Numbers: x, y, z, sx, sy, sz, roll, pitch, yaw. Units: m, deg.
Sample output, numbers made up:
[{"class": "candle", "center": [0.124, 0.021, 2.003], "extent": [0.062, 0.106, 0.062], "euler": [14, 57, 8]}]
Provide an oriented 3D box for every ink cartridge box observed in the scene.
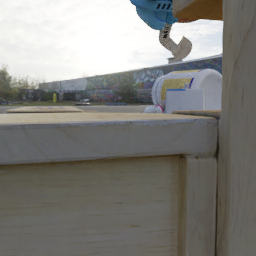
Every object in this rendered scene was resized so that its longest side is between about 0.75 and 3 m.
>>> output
[{"class": "ink cartridge box", "center": [1.864, -0.681, 9.028], "extent": [1.139, 1.119, 1.548], "euler": [1, 6, 15]}]

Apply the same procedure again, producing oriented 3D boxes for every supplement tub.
[{"class": "supplement tub", "center": [2.584, -1.490, 12.257], "extent": [2.042, 2.042, 2.808], "euler": [-4, 9, -34]}]

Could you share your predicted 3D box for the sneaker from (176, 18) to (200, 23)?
[{"class": "sneaker", "center": [2.430, -4.340, 10.051], "extent": [1.902, 0.760, 0.679], "euler": [-7, -10, 19]}]

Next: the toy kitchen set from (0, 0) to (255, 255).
[{"class": "toy kitchen set", "center": [0.275, -0.130, 1.516], "extent": [1.777, 1.450, 1.604], "euler": [-1, 6, -14]}]

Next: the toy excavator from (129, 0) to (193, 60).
[{"class": "toy excavator", "center": [0.990, -3.077, 7.858], "extent": [2.266, 2.330, 1.164], "euler": [-6, 43, -23]}]

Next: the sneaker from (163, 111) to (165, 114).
[{"class": "sneaker", "center": [2.332, -0.923, 14.063], "extent": [1.581, 0.650, 0.584], "euler": [-12, 12, -33]}]

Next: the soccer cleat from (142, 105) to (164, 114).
[{"class": "soccer cleat", "center": [1.088, -0.661, 12.475], "extent": [0.736, 0.596, 1.705], "euler": [-18, 6, -7]}]
